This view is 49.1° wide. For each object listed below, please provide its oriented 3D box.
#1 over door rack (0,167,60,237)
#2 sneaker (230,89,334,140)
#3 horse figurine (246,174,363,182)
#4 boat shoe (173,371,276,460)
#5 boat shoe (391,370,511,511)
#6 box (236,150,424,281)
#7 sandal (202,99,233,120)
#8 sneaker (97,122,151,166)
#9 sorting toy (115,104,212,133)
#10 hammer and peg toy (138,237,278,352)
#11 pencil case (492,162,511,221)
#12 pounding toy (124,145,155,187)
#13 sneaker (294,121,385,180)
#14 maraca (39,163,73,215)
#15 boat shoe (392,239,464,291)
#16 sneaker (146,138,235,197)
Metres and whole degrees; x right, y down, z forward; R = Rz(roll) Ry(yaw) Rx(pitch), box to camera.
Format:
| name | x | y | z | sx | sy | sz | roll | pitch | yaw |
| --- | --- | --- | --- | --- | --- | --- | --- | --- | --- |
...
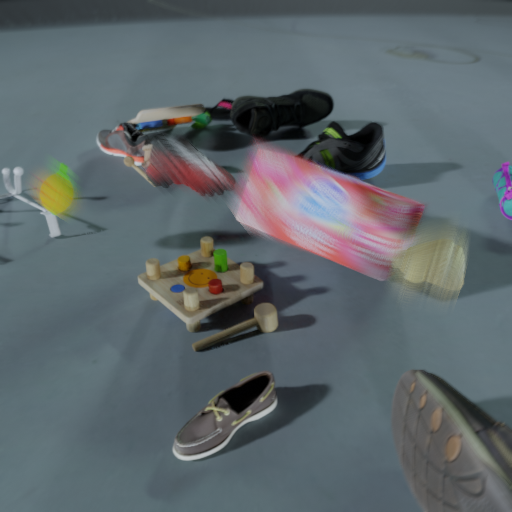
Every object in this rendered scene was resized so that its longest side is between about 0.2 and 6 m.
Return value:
| name | x | y | z | sx | sy | sz | roll | pitch | yaw |
| --- | --- | --- | --- | --- | --- | --- | --- | --- | --- |
| over door rack | -5.762 | -1.033 | 11.763 | 2.202 | 0.993 | 2.981 | -24 | 39 | -32 |
| sneaker | 0.749 | -4.146 | 16.595 | 3.125 | 1.195 | 1.790 | -1 | 34 | 4 |
| horse figurine | 0.886 | -1.333 | 11.375 | 2.404 | 1.593 | 0.600 | 32 | 4 | 18 |
| boat shoe | -0.391 | 2.040 | 7.299 | 1.628 | 0.485 | 0.585 | -23 | 39 | -32 |
| boat shoe | 2.661 | 2.578 | 6.009 | 1.230 | 1.250 | 3.357 | 2 | 34 | -25 |
| box | 1.337 | -0.784 | 10.108 | 2.939 | 1.403 | 1.465 | 24 | 14 | 20 |
| sandal | -0.643 | -4.732 | 18.046 | 2.527 | 0.569 | 0.949 | 5 | 32 | 8 |
| sneaker | -3.533 | -3.240 | 15.273 | 2.390 | 0.979 | 0.921 | 27 | 41 | 36 |
| sorting toy | -2.352 | -3.889 | 16.186 | 2.967 | 0.437 | 2.193 | -16 | 7 | -30 |
| hammer and peg toy | -0.771 | 0.582 | 9.332 | 1.665 | 0.798 | 2.263 | -24 | 39 | -33 |
| pencil case | 5.784 | -1.470 | 12.653 | 0.707 | 0.768 | 1.662 | -18 | 23 | 25 |
| pounding toy | -2.397 | -2.232 | 14.173 | 1.814 | 1.040 | 1.037 | 5 | 3 | -9 |
| sneaker | 1.525 | -2.401 | 13.383 | 3.721 | 1.542 | 1.319 | -18 | 38 | -23 |
| maraca | -3.609 | -1.205 | 10.220 | 0.571 | 1.067 | 0.732 | 0 | 58 | -37 |
| boat shoe | 2.437 | 0.169 | 7.670 | 0.704 | 0.607 | 1.930 | -15 | -12 | 29 |
| sneaker | -1.248 | -1.785 | 11.080 | 2.052 | 0.725 | 1.002 | 8 | 66 | -41 |
